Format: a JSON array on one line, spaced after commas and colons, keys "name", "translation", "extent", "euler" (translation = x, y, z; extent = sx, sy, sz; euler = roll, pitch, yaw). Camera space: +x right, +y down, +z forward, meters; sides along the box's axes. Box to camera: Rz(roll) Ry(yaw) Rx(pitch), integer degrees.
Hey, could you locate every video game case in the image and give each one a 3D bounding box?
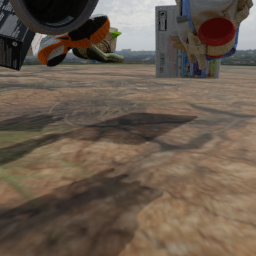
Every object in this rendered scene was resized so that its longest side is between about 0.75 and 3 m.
[{"name": "video game case", "translation": [2.357, -3.354, 11.040], "extent": [2.570, 2.823, 0.311], "euler": [3, 24, 14]}]

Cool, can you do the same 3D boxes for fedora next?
[{"name": "fedora", "translation": [-1.387, -2.734, 5.081], "extent": [1.769, 2.001, 0.903], "euler": [8, 21, -46]}]

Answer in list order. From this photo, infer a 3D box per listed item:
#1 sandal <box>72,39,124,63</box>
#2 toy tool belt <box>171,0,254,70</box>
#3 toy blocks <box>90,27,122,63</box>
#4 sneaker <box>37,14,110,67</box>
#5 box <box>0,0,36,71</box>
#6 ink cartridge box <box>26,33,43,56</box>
[{"name": "sandal", "translation": [-0.894, -2.413, 8.593], "extent": [0.954, 0.685, 2.402], "euler": [10, 10, 21]}, {"name": "toy tool belt", "translation": [1.926, -2.389, 6.611], "extent": [1.870, 1.840, 2.995], "euler": [-7, 57, 12]}, {"name": "toy blocks", "translation": [-1.374, -3.438, 11.480], "extent": [2.280, 1.559, 1.139], "euler": [19, 38, 13]}, {"name": "sneaker", "translation": [-1.323, -2.228, 6.526], "extent": [1.869, 0.708, 0.860], "euler": [-24, 53, 7]}, {"name": "box", "translation": [-3.673, -2.947, 7.962], "extent": [1.851, 1.034, 2.623], "euler": [14, 43, -15]}, {"name": "ink cartridge box", "translation": [-3.737, -3.882, 10.023], "extent": [0.888, 2.106, 1.537], "euler": [5, 45, -2]}]
